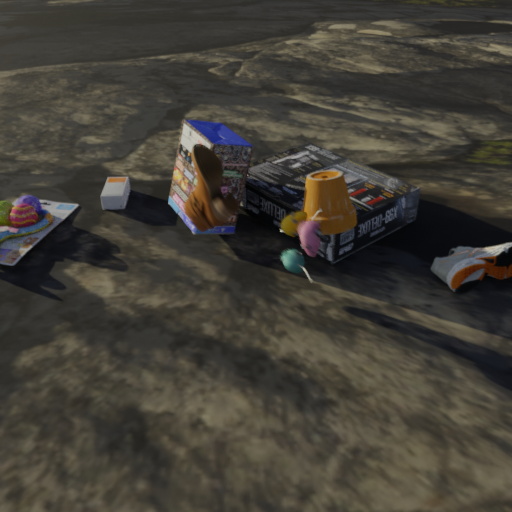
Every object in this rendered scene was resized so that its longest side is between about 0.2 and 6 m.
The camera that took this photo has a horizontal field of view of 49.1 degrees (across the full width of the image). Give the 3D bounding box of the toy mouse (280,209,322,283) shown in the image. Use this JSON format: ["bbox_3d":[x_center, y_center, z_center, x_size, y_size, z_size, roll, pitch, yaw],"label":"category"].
[{"bbox_3d":[0.733,-0.169,9.685,0.298,1.542,1.370,5,64,-25],"label":"toy mouse"}]

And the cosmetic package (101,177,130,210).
[{"bbox_3d":[-3.464,-1.560,13.844,0.540,0.380,1.066,-2,34,-3],"label":"cosmetic package"}]

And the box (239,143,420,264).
[{"bbox_3d":[1.475,-1.428,13.149,2.859,0.902,3.626,-25,41,-33],"label":"box"}]

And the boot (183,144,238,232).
[{"bbox_3d":[-1.042,-1.273,10.871,0.593,1.546,1.200,-34,4,-40],"label":"boot"}]

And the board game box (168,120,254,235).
[{"bbox_3d":[-1.056,-1.751,12.432,1.001,2.068,1.648,-2,31,-31],"label":"board game box"}]

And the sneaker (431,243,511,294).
[{"bbox_3d":[4.389,0.044,11.105,2.028,0.768,0.933,-14,32,-22],"label":"sneaker"}]

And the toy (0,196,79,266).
[{"bbox_3d":[-5.393,-0.814,12.437,1.667,0.683,2.895,7,34,9],"label":"toy"}]

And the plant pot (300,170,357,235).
[{"bbox_3d":[1.351,-1.064,10.715,1.096,1.004,1.096,-6,23,2],"label":"plant pot"}]
